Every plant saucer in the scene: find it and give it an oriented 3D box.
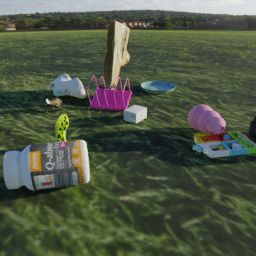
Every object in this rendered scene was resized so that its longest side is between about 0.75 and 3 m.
[{"bbox_3d":[1.718,-2.300,15.874,1.992,0.273,1.992,-1,24,0],"label":"plant saucer"}]

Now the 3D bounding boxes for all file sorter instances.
[{"bbox_3d":[-0.866,-1.668,12.968,1.774,1.112,1.233,6,51,13],"label":"file sorter"}]

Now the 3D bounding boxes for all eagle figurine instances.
[{"bbox_3d":[-3.401,-1.066,12.898,0.807,0.612,0.609,-12,6,-12],"label":"eagle figurine"}]

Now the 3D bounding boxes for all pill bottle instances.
[{"bbox_3d":[-2.116,1.004,7.476,2.076,1.208,1.208,-5,25,-12],"label":"pill bottle"}]

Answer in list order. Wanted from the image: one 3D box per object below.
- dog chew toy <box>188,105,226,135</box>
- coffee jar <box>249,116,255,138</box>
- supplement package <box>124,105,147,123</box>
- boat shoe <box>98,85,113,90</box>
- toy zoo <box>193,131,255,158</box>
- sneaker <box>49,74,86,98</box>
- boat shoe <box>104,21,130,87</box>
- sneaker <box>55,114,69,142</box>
[{"bbox_3d":[2.983,-0.250,10.449,1.029,1.029,1.652,-9,24,-19],"label":"dog chew toy"},{"bbox_3d":[5.434,0.078,9.897,2.070,0.883,1.080,18,31,33],"label":"coffee jar"},{"bbox_3d":[0.312,-0.601,11.905,0.648,0.461,0.832,17,29,32],"label":"supplement package"},{"bbox_3d":[-0.967,-1.737,14.128,0.720,0.680,2.006,-16,29,-32],"label":"boat shoe"},{"bbox_3d":[3.226,0.549,9.674,2.091,0.214,1.372,-4,25,-10],"label":"toy zoo"},{"bbox_3d":[-3.223,-1.993,14.576,1.299,1.105,2.936,-29,31,-23],"label":"sneaker"},{"bbox_3d":[-0.398,-3.185,12.273,0.992,2.867,1.057,6,0,-27],"label":"boat shoe"},{"bbox_3d":[-2.284,0.040,9.435,0.435,1.174,0.490,-1,30,-26],"label":"sneaker"}]
